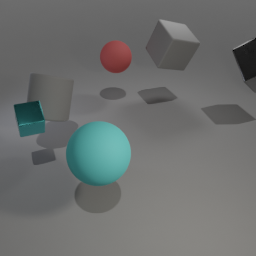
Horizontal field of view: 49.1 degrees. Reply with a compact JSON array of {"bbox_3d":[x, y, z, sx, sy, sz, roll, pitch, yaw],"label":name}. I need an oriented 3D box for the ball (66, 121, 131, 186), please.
[{"bbox_3d":[-0.639,0.553,6.110,1.400,1.400,1.400,0,31,0],"label":"ball"}]

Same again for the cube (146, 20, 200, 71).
[{"bbox_3d":[1.808,-3.387,11.561,1.400,1.400,1.400,-1,50,-29],"label":"cube"}]

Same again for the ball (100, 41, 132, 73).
[{"bbox_3d":[-0.533,-3.127,12.355,1.400,1.400,1.400,0,31,0],"label":"ball"}]

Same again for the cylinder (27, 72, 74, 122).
[{"bbox_3d":[-2.576,-1.024,9.250,1.400,1.400,1.400,9,8,-1],"label":"cylinder"}]

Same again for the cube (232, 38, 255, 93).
[{"bbox_3d":[4.780,-2.293,9.914,1.400,1.400,1.400,-24,-24,33],"label":"cube"}]

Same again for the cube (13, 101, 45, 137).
[{"bbox_3d":[-2.761,-0.253,7.881,0.700,0.700,0.700,-13,66,-23],"label":"cube"}]
